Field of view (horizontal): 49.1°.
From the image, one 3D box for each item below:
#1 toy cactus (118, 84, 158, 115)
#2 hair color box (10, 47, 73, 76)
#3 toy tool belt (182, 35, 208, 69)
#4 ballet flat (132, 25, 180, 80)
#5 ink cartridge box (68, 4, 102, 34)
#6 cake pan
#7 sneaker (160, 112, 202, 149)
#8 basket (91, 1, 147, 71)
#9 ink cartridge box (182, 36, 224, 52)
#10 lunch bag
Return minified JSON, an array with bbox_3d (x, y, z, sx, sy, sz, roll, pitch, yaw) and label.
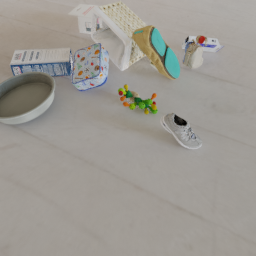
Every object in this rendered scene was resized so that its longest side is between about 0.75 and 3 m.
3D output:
[{"bbox_3d":[0.278,-0.979,8.972,1.528,0.781,1.261,16,18,-21],"label":"toy cactus"},{"bbox_3d":[-3.254,-2.504,10.723,2.152,0.651,1.076,-3,45,-4],"label":"hair color box"},{"bbox_3d":[2.406,-2.917,10.540,0.791,1.268,0.779,-14,37,-30],"label":"toy tool belt"},{"bbox_3d":[1.011,-2.557,9.635,0.862,2.736,0.939,8,72,32],"label":"ballet flat"},{"bbox_3d":[-1.376,-5.054,13.175,2.504,0.843,1.466,14,46,12],"label":"ink cartridge box"},{"bbox_3d":[-3.431,-0.984,9.106,2.329,0.427,2.329,-7,46,7],"label":"cake pan"},{"bbox_3d":[1.574,0.087,7.863,1.401,0.574,0.524,35,54,-11],"label":"sneaker"},{"bbox_3d":[-0.274,-3.630,10.899,1.372,1.508,2.225,-30,69,-24],"label":"basket"},{"bbox_3d":[3.059,-3.419,11.437,1.550,0.771,0.304,4,83,-11],"label":"ink cartridge box"},{"bbox_3d":[-1.380,-2.182,9.990,1.358,0.641,1.695,-14,58,24],"label":"lunch bag"}]
